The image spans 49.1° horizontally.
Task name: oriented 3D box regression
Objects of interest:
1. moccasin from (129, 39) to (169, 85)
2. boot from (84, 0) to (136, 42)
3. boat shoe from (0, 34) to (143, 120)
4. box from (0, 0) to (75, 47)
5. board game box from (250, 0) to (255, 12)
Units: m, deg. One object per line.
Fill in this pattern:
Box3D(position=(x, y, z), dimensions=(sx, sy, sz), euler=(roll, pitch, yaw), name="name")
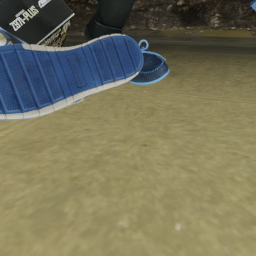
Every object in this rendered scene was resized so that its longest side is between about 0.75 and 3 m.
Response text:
Box3D(position=(0.047, -1.416, 5.810), dimensions=(0.795, 0.674, 1.976), euler=(-38, 36, -16), name="moccasin")
Box3D(position=(-0.303, -3.088, 8.096), dimensions=(1.060, 2.347, 2.864), euler=(-1, 51, -35), name="boot")
Box3D(position=(-0.540, -0.322, 2.050), dimensions=(1.338, 0.483, 0.484), euler=(-15, -2, -25), name="boat shoe")
Box3D(position=(-2.523, -2.075, 6.691), dimensions=(2.060, 1.083, 2.516), euler=(-45, 13, -12), name="box")
Box3D(position=(4.350, -2.908, 6.643), dimensions=(0.620, 2.097, 2.757), euler=(-44, 1, 3), name="board game box")
